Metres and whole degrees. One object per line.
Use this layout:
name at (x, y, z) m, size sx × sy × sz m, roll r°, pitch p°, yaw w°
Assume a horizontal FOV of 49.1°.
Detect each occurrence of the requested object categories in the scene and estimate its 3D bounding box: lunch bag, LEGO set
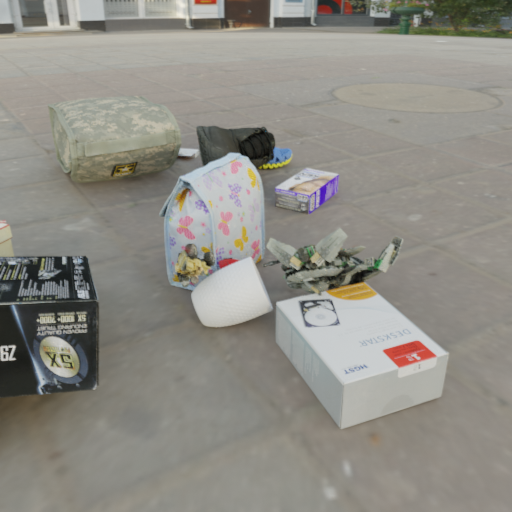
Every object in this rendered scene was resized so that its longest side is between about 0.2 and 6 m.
lunch bag at (-3.460, -2.825, 13.621) m, size 2.566 × 1.839 × 3.128 m, roll -12°, pitch 25°, yaw -23°
lunch bag at (-0.685, -0.597, 9.146) m, size 1.228 × 1.931 × 1.638 m, roll 15°, pitch 31°, yaw 25°
LEGO set at (0.531, 0.305, 8.076) m, size 3.388 × 0.960 × 2.200 m, roll -9°, pitch -12°, yaw 6°

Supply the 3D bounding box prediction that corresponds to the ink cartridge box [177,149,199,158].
ink cartridge box at (-2.015, -2.784, 15.359) m, size 0.734 × 0.160 × 0.637 m, roll 7°, pitch 29°, yaw 13°

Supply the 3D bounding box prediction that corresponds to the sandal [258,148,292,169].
sandal at (0.027, -2.687, 14.475) m, size 1.864 × 0.811 × 0.741 m, roll -3°, pitch 24°, yaw -10°

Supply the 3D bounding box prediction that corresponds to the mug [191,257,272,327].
mug at (-0.374, 0.568, 8.156) m, size 0.991 × 0.834 × 1.130 m, roll -23°, pitch 4°, yaw 2°

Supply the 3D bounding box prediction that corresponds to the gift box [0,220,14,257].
gift box at (-4.534, -0.001, 8.709) m, size 1.258 × 1.273 × 1.363 m, roll 9°, pitch 30°, yaw 16°

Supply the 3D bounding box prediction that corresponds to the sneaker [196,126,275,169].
sneaker at (-0.378, -2.394, 12.466) m, size 1.593 × 1.333 × 3.510 m, roll -11°, pitch 15°, yaw 7°

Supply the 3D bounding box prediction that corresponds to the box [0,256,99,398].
box at (-2.955, 0.731, 6.659) m, size 1.989 × 1.046 × 2.429 m, roll 0°, pitch 11°, yaw -20°

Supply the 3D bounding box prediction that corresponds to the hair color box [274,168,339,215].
hair color box at (1.140, -1.461, 12.420) m, size 0.845 × 0.501 × 1.546 m, roll 15°, pitch 33°, yaw 26°

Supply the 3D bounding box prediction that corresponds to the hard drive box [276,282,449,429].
hard drive box at (1.245, 1.160, 7.078) m, size 1.414 × 0.697 × 1.815 m, roll -12°, pitch 30°, yaw -20°
